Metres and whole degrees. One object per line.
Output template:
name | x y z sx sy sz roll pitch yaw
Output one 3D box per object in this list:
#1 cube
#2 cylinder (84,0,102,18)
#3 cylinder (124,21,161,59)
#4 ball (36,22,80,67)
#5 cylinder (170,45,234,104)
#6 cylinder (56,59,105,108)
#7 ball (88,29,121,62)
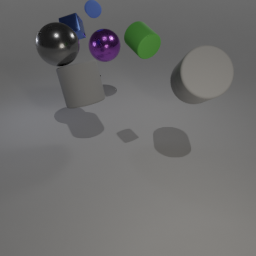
cube | -2.060 -3.703 10.384 0.700 0.700 0.700 -14 -6 10
cylinder | -1.604 -5.435 12.778 0.700 0.700 0.700 -8 31 -12
cylinder | 0.365 -2.244 7.159 0.700 0.700 0.700 -18 53 -26
ball | -2.306 -2.740 9.224 1.400 1.400 1.400 0 33 0
cylinder | 2.001 -1.426 7.817 1.400 1.400 1.400 -2 -1 -3
cylinder | -1.629 -1.541 9.758 1.400 1.400 1.400 -12 15 3
ball | -1.026 -3.610 12.261 1.400 1.400 1.400 0 33 0
